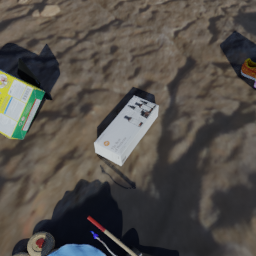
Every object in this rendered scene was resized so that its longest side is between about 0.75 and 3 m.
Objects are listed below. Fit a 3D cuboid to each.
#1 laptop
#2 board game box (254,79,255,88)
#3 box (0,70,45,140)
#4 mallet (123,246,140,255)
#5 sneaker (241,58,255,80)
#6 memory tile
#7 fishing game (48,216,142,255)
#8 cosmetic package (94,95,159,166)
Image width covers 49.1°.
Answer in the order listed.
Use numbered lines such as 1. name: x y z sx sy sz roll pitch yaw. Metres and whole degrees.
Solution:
1. laptop: -2.408 -1.256 7.367 0.537 1.039 0.921 -44 78 14
2. board game box: 4.075 -0.968 6.589 0.957 0.974 1.858 -33 55 -6
3. box: -3.314 -0.784 6.884 2.297 0.556 1.348 26 92 15
4. mallet: 0.471 2.510 4.962 1.266 0.261 0.417 14 45 23
5. sneaker: 3.852 -1.514 7.785 1.425 0.550 0.520 29 47 26
6. memory tile: -1.405 2.873 4.780 1.961 0.165 1.503 33 57 23
7. fishing game: -0.797 2.635 4.381 1.572 0.341 2.195 32 75 18
8. cosmetic package: 0.002 0.004 6.900 0.751 0.461 1.820 23 55 21
